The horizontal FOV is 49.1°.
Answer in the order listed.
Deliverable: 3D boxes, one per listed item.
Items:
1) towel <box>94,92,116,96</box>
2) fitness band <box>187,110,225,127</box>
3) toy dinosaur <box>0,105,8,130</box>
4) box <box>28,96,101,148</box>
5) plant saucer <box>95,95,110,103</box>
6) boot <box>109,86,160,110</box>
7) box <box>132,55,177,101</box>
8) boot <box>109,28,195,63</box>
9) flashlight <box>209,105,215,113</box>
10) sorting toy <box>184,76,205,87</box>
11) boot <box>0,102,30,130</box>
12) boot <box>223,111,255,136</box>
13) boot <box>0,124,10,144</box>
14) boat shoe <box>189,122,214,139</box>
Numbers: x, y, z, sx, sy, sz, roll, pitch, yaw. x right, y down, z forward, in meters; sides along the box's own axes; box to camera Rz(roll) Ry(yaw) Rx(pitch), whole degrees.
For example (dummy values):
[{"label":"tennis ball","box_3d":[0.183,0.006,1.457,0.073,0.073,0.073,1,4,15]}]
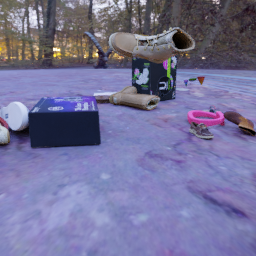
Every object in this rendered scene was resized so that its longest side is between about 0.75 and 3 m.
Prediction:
[{"label":"towel","box_3d":[-1.301,-1.957,16.920,1.529,0.246,1.460,-3,15,-8]},{"label":"fitness band","box_3d":[3.005,-0.394,10.847,1.336,0.348,1.860,1,15,6]},{"label":"toy dinosaur","box_3d":[-4.868,-0.969,8.709,2.221,2.016,1.166,9,61,30]},{"label":"box","box_3d":[-1.982,-0.317,9.171,1.995,1.115,2.827,-5,16,-8]},{"label":"plant saucer","box_3d":[-1.411,-1.593,15.490,1.510,0.276,1.510,-1,16,0]},{"label":"boot","box_3d":[0.578,-1.514,14.318,2.453,0.811,2.148,11,31,38]},{"label":"box","box_3d":[1.485,-3.025,15.951,2.065,2.781,1.729,-11,18,-35]},{"label":"boot","box_3d":[0.786,-2.851,9.410,2.457,0.894,1.910,9,-3,-29]},{"label":"flashlight","box_3d":[3.814,-0.853,12.705,0.281,0.282,0.830,4,15,21]},{"label":"sorting toy","box_3d":[2.947,-2.031,12.459,0.376,0.373,1.084,-4,0,-41]},{"label":"boot","box_3d":[-3.398,-0.384,9.313,1.118,0.900,2.475,1,4,-37]},{"label":"boot","box_3d":[3.797,-0.141,9.613,1.118,0.407,1.188,32,25,9]},{"label":"boot","box_3d":[-4.292,0.229,8.200,1.190,0.557,1.531,-15,24,-40]},{"label":"boat shoe","box_3d":[2.366,0.045,9.072,0.414,0.413,1.147,-4,16,-16]}]
